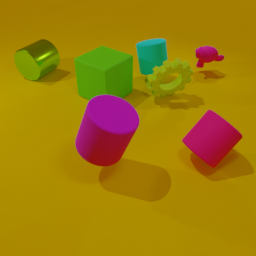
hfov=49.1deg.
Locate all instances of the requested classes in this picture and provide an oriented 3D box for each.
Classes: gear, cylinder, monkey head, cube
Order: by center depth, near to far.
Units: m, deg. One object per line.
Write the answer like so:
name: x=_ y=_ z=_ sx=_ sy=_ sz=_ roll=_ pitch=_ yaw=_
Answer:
cylinder: x=-0.463 y=0.059 z=5.991 sx=1.118 sy=1.118 sz=1.118 roll=14 pitch=43 yaw=-14
cylinder: x=1.990 y=0.253 z=6.675 sx=1.009 sy=1.009 sz=1.009 roll=-50 pitch=46 yaw=9
gear: x=1.326 y=-1.561 z=8.916 sx=1.477 sy=1.477 sz=0.273 roll=-11 pitch=59 yaw=-14
cube: x=-0.761 y=-1.714 z=9.209 sx=1.357 sy=1.357 sz=1.357 roll=26 pitch=45 yaw=28
cylinder: x=0.868 y=-2.517 z=9.889 sx=1.041 sy=1.041 sz=1.041 roll=-8 pitch=26 yaw=4
cylinder: x=-3.360 y=-2.542 z=10.416 sx=1.187 sy=1.187 sz=1.187 roll=18 pitch=41 yaw=21
monkey head: x=2.908 y=-2.616 z=10.456 sx=1.225 sy=0.881 sz=0.738 roll=3 pitch=27 yaw=-19
